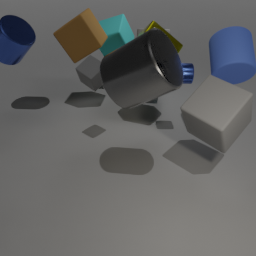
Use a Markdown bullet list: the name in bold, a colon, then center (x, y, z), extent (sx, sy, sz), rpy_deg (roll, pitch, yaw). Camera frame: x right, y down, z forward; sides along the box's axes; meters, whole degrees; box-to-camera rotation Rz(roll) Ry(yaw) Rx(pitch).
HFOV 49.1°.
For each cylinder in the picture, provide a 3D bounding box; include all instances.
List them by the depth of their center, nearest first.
- **cylinder**: center (0.323, -1.303, 6.382), extent (1.400, 1.400, 1.400), rpy_deg (-20, 16, 34)
- **cylinder**: center (3.469, -2.387, 9.372), extent (1.400, 1.400, 1.400), rpy_deg (1, 69, 2)
- **cylinder**: center (1.853, -1.876, 9.642), extent (0.700, 0.700, 0.700), rpy_deg (1, 30, 0)
- **cylinder**: center (-4.596, -3.442, 11.055), extent (1.400, 1.400, 1.400), rpy_deg (-31, 7, 40)

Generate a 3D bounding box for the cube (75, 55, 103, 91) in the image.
- **cube**: center (-1.129, -1.751, 8.969), extent (0.700, 0.700, 0.700), rpy_deg (36, 72, 21)

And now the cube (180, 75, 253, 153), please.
- **cube**: center (2.590, -0.400, 8.152), extent (1.400, 1.400, 1.400), rpy_deg (35, 77, 34)

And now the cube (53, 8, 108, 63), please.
- **cube**: center (-1.873, -3.741, 11.338), extent (1.400, 1.400, 1.400), rpy_deg (-25, 26, 22)

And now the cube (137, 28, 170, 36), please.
- **cube**: center (1.106, -3.538, 12.527), extent (1.400, 1.400, 1.400), rpy_deg (4, 3, 5)

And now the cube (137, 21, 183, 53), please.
- **cube**: center (0.848, -2.732, 10.230), extent (1.400, 1.400, 1.400), rpy_deg (35, -9, -14)

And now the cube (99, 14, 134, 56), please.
- **cube**: center (-0.649, -4.427, 13.721), extent (1.400, 1.400, 1.400), rpy_deg (-7, 54, 24)
